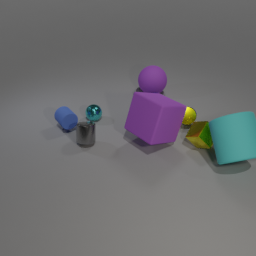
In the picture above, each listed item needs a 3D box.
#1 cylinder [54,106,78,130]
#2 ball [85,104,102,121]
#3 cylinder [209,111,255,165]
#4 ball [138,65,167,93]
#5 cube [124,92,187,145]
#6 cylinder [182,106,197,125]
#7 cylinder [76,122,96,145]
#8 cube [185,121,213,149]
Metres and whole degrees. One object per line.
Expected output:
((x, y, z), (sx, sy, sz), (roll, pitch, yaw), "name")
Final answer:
((-2.419, -0.397, 10.953), (0.700, 0.700, 0.700), (-21, 39, -29), "cylinder")
((-1.429, -0.643, 11.706), (0.700, 0.700, 0.700), (0, 33, 0), "ball")
((3.397, 0.340, 8.820), (1.400, 1.400, 1.400), (-10, -11, -2), "cylinder")
((1.183, -2.307, 13.531), (1.400, 1.400, 1.400), (0, 33, 0), "ball")
((0.958, -0.369, 9.890), (1.400, 1.400, 1.400), (-3, 27, -45), "cube")
((2.348, -0.520, 11.264), (0.700, 0.700, 0.700), (2, 8, 3), "cylinder")
((-1.537, 0.181, 10.225), (0.700, 0.700, 0.700), (2, 15, -1), "cylinder")
((2.609, 0.239, 9.878), (0.700, 0.700, 0.700), (-56, 23, -18), "cube")
